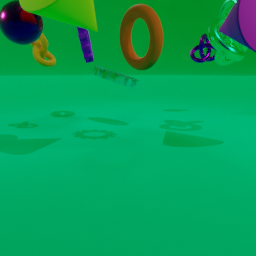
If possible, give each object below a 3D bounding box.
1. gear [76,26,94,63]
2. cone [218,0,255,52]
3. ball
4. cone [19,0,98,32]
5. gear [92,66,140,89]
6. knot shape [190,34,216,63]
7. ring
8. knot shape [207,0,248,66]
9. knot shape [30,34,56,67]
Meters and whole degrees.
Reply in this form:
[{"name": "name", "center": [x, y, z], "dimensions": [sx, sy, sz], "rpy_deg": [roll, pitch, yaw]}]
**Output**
[{"name": "gear", "center": [-1.590, -3.257, 10.400], "dimensions": [0.296, 1.602, 1.602], "rpy_deg": [-12, 12, -1]}, {"name": "cone", "center": [2.587, -2.381, 6.406], "dimensions": [1.573, 1.573, 1.579], "rpy_deg": [-4, 9, -20]}, {"name": "ball", "center": [-2.349, -2.312, 6.171], "dimensions": [0.930, 0.930, 0.930], "rpy_deg": [0, 12, 0]}, {"name": "cone", "center": [-1.045, -2.449, 5.673], "dimensions": [1.536, 1.536, 1.542], "rpy_deg": [7, -18, 32]}, {"name": "gear", "center": [-0.305, -1.318, 7.275], "dimensions": [1.203, 0.223, 1.203], "rpy_deg": [18, 12, -4]}, {"name": "knot shape", "center": [3.097, -3.141, 11.511], "dimensions": [1.138, 1.217, 0.562], "rpy_deg": [-37, 19, -2]}, {"name": "ring", "center": [0.369, -2.813, 8.793], "dimensions": [0.396, 1.981, 1.981], "rpy_deg": [-15, 18, -33]}, {"name": "knot shape", "center": [2.913, -2.609, 8.055], "dimensions": [0.940, 2.034, 1.903], "rpy_deg": [5, 37, 30]}, {"name": "knot shape", "center": [-2.567, -2.363, 8.179], "dimensions": [0.524, 1.062, 1.135], "rpy_deg": [-24, 42, -7]}]
